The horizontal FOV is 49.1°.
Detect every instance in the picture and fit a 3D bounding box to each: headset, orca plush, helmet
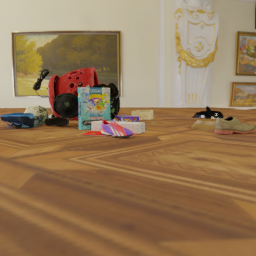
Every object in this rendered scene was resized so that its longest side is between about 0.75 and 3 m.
[{"bbox_3d":[-2.418,-1.112,11.490,2.980,1.400,1.840,29,-5,-22],"label":"headset"},{"bbox_3d":[4.940,-0.977,17.309,1.124,0.760,2.137,-2,6,-23],"label":"orca plush"},{"bbox_3d":[-1.280,-1.138,13.428,1.922,1.833,1.922,10,43,-9],"label":"helmet"}]

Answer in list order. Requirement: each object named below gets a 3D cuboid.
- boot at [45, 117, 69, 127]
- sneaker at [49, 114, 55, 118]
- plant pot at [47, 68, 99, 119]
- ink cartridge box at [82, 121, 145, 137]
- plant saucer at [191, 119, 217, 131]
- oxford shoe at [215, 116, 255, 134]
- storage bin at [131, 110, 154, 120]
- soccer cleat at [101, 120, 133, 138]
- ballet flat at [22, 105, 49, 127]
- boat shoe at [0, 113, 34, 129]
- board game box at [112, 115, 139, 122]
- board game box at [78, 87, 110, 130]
[{"bbox_3d":[-2.864,-0.285,12.089,1.190,0.435,0.896,-4,4,24],"label":"boot"},{"bbox_3d":[-4.402,-0.568,15.787,0.528,0.347,0.918,-10,-1,-8],"label":"sneaker"},{"bbox_3d":[-2.975,-1.832,16.056,2.652,2.913,2.913,-8,5,3],"label":"plant pot"},{"bbox_3d":[-0.446,0.004,9.221,1.687,0.377,1.487,3,6,19],"label":"ink cartridge box"},{"bbox_3d":[3.469,-0.149,10.947,1.974,0.349,1.974,0,5,0],"label":"plant saucer"},{"bbox_3d":[3.607,-0.114,9.282,1.589,0.594,0.560,-2,6,-24],"label":"oxford shoe"},{"bbox_3d":[0.882,-0.806,16.786,1.148,0.542,1.156,1,6,15],"label":"storage bin"},{"bbox_3d":[-0.356,0.023,8.362,1.185,0.434,0.404,10,19,39],"label":"soccer cleat"},{"bbox_3d":[-4.194,-0.587,12.496,0.977,0.977,2.631,0,6,-3],"label":"ballet flat"},{"bbox_3d":[-4.365,-0.250,10.897,1.790,0.614,0.753,5,17,39],"label":"boat shoe"},{"bbox_3d":[-0.175,-0.439,14.014,0.976,0.325,1.451,-2,6,-22],"label":"board game box"},{"bbox_3d":[-1.292,-0.758,10.796,1.198,1.588,0.373,-3,6,-26],"label":"board game box"}]
